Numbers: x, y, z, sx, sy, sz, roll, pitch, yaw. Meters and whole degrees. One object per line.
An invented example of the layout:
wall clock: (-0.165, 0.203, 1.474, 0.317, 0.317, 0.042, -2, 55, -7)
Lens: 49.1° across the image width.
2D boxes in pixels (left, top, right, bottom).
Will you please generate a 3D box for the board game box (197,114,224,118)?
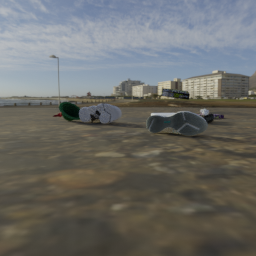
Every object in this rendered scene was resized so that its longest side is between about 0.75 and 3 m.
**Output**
board game box: (4.483, -0.668, 15.994, 1.645, 0.266, 0.987, -1, 1, -11)

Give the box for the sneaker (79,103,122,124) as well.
sneaker: (-0.965, -0.665, 12.336, 2.280, 0.857, 1.310, 0, 7, 38)

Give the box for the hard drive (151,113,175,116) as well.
hard drive: (2.090, -0.599, 14.731, 1.481, 0.295, 2.246, 0, 5, -3)

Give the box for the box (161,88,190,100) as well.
box: (2.099, -1.534, 12.488, 1.213, 0.269, 0.972, 8, 15, 4)

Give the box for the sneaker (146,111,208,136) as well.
sneaker: (1.449, -0.146, 7.999, 1.875, 0.659, 0.751, 4, 4, 42)

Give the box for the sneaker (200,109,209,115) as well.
sneaker: (4.266, -0.813, 15.289, 0.439, 0.330, 0.882, -23, 33, 5)

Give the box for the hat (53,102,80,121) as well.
hat: (-2.987, -0.423, 13.574, 1.229, 1.306, 1.484, 25, 29, -18)

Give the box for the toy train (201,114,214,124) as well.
toy train: (3.473, -0.425, 12.484, 0.505, 0.376, 2.207, -1, 4, 23)
